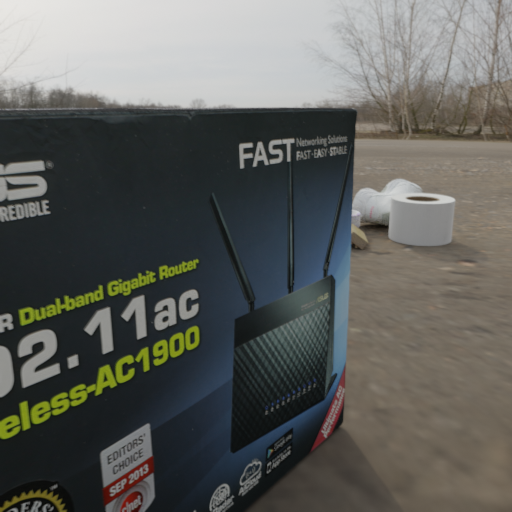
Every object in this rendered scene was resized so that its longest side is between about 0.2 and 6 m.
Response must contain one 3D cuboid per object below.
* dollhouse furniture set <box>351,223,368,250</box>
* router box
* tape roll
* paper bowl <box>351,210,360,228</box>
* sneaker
[{"bbox_3d":[1.525,-0.389,11.700,1.172,0.955,1.114,36,16,-6],"label":"dollhouse furniture set"},{"bbox_3d":[-0.703,0.461,3.635,1.153,2.782,3.713,10,19,36],"label":"router box"},{"bbox_3d":[3.512,-0.789,11.930,1.320,0.906,1.320,0,15,0],"label":"tape roll"},{"bbox_3d":[1.817,-0.740,12.503,0.997,0.518,0.997,1,14,0],"label":"paper bowl"},{"bbox_3d":[3.476,-1.142,13.559,1.290,1.012,2.596,26,33,37],"label":"sneaker"}]
